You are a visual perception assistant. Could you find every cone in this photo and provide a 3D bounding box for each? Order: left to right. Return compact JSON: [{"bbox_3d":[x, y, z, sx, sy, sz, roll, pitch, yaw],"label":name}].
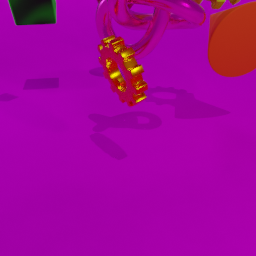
[{"bbox_3d":[2.292,-2.338,6.529,1.676,1.676,1.682,-6,42,-12],"label":"cone"}]

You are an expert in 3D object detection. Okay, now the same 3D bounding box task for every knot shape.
[{"bbox_3d":[0.456,-2.079,4.998,1.893,2.022,0.935,5,59,-16],"label":"knot shape"}]

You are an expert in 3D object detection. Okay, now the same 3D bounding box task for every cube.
[{"bbox_3d":[-2.600,-3.611,7.641,1.107,1.107,1.107,-5,55,-8],"label":"cube"}]

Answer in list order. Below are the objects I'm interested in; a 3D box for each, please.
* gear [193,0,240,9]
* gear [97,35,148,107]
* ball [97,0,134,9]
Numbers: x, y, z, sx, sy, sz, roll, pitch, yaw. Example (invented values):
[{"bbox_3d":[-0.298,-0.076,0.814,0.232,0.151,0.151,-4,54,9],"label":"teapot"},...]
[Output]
[{"bbox_3d":[1.892,-3.493,5.973,1.789,1.789,0.331,-1,-3,-3],"label":"gear"},{"bbox_3d":[-0.108,-0.917,4.618,0.217,1.173,1.173,-30,37,-18],"label":"gear"},{"bbox_3d":[-0.383,-4.350,8.981,1.354,1.354,1.354,0,27,0],"label":"ball"}]
